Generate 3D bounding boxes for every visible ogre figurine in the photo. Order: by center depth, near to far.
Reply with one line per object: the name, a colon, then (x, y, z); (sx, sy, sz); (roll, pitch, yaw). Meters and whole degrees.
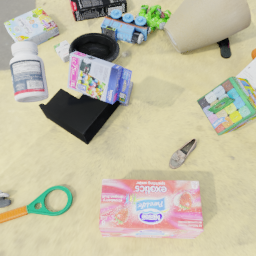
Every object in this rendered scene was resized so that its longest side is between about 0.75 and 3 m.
ogre figurine: (1.300, -5.196, 13.122); (2.244, 1.101, 1.346); (41, 55, 8)

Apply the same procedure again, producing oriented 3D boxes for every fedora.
fedora: (-1.414, -3.112, 11.953); (2.128, 0.972, 2.128); (1, 60, -1)

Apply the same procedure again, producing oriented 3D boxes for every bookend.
bookend: (-1.777, -0.854, 10.559); (2.112, 0.973, 2.099); (30, 69, 16)

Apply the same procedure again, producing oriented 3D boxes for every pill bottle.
pill bottle: (-2.890, -1.605, 8.131); (0.954, 0.954, 1.596); (-9, 86, -5)

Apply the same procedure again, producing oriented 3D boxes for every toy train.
toy train: (-0.122, -4.534, 12.844); (2.242, 0.972, 1.281); (20, 71, 9)

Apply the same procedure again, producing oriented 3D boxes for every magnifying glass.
magnifying glass: (-3.007, 2.579, 9.099); (2.432, 0.272, 0.968); (-15, 61, -11)

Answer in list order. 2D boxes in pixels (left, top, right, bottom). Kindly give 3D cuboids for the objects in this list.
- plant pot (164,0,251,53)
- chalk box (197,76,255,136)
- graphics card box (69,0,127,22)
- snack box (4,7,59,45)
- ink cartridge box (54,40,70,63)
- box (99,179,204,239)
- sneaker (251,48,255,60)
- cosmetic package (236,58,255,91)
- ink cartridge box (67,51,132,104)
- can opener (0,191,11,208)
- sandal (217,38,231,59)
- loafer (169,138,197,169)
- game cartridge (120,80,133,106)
plant pot: (3.115, -4.621, 11.993); (2.933, 2.747, 2.747); (-33, 62, 9)
chalk box: (3.033, -0.642, 8.265); (2.043, 1.275, 1.266); (-10, 68, -52)
graphics card box: (-1.531, -6.324, 13.983); (2.712, 0.690, 1.701); (-14, 60, -7)
snack box: (-4.454, -4.606, 13.013); (1.917, 0.649, 1.617); (-34, 66, -17)
ink cartridge box: (-2.793, -3.404, 12.469); (0.653, 0.377, 0.894); (-31, 64, -17)
box: (0.645, 2.476, 8.472); (2.917, 1.381, 1.497); (2, 60, 1)
sneaker: (6.152, -2.295, 11.449); (1.125, 1.065, 2.918); (-32, 64, -15)
cosmetic package: (5.153, -2.168, 11.161); (1.815, 0.672, 0.923); (-46, 66, 10)
ink cartridge box: (-0.835, -1.376, 7.915); (1.801, 1.075, 0.378); (20, 32, 10)
can opener: (-4.644, 2.352, 9.110); (1.570, 0.413, 0.522); (-4, 61, -2)
sandal: (4.397, -3.860, 12.730); (0.602, 0.383, 1.601); (-4, 60, -2)
loafer: (1.955, 0.862, 9.959); (0.499, 0.437, 1.389); (39, 67, 20)
game cartridge: (-0.759, -1.542, 11.444); (1.807, 0.347, 1.171); (10, 57, 6)
